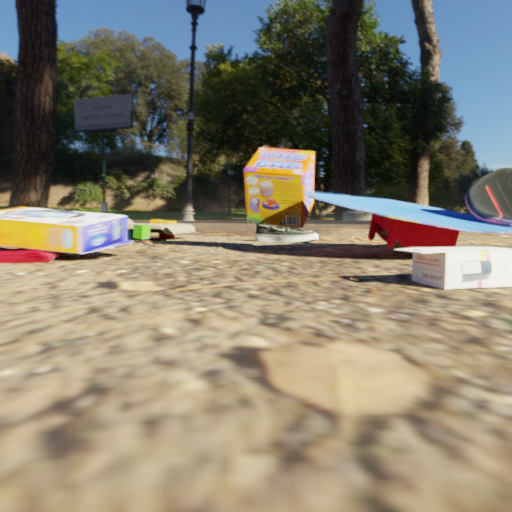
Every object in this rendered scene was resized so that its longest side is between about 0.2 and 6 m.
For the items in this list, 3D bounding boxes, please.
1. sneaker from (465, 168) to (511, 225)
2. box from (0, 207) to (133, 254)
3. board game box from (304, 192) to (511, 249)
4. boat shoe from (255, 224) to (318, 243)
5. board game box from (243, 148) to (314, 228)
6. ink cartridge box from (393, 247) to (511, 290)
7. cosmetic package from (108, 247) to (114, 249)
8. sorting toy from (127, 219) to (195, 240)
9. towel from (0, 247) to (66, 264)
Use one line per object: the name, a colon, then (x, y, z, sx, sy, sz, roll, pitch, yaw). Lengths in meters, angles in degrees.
sneaker: (4.643, -0.953, 10.288, 2.770, 1.021, 1.201, -11, -13, -32)
box: (-3.328, -0.447, 9.278, 2.477, 0.514, 1.475, 3, 11, 15)
board game box: (2.823, -0.413, 9.964, 4.057, 0.790, 3.205, -2, 16, -43)
boat shoe: (0.723, -0.620, 14.028, 1.791, 0.570, 0.633, 3, 5, 34)
board game box: (0.487, -1.372, 11.154, 1.155, 1.154, 1.155, 7, 34, 15)
ink cartridge box: (2.072, 0.115, 5.784, 1.159, 0.390, 0.679, -1, 5, -12)
cosmetic package: (-3.328, -0.502, 11.544, 0.605, 0.723, 0.601, -3, 5, -35)
sorting toy: (-3.016, -0.683, 15.519, 2.148, 0.520, 3.814, 6, 6, 16)
towel: (-3.843, -0.038, 9.044, 1.298, 0.202, 1.795, 0, 4, -10)
